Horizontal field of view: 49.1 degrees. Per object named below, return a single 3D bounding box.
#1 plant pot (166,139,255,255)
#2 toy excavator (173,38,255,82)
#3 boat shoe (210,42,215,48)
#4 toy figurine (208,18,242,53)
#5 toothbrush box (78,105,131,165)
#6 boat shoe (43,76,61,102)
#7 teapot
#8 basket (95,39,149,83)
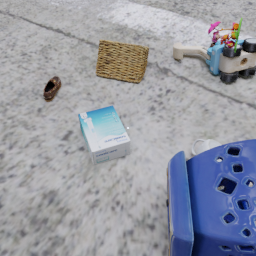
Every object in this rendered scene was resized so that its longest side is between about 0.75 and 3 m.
[{"bbox_3d":[1.974,1.886,6.277,2.181,2.426,2.426,-2,47,7],"label":"plant pot"},{"bbox_3d":[3.610,-3.074,11.748,2.722,1.398,2.800,-16,36,-13],"label":"toy excavator"},{"bbox_3d":[4.505,-3.526,12.428,1.821,0.640,0.641,-5,47,-7],"label":"boat shoe"},{"bbox_3d":[2.512,-2.468,7.388,0.796,0.865,0.650,11,14,19],"label":"toy figurine"},{"bbox_3d":[-0.768,0.188,8.913,1.226,0.714,1.675,-16,49,-15],"label":"toothbrush box"},{"bbox_3d":[-2.903,-1.610,10.757,0.481,0.480,1.365,1,46,3],"label":"boat shoe"},{"bbox_3d":[2.376,0.977,8.114,1.213,0.898,1.229,41,34,-2],"label":"teapot"},{"bbox_3d":[-0.210,-2.802,11.753,2.010,1.497,1.434,11,15,10],"label":"basket"}]
